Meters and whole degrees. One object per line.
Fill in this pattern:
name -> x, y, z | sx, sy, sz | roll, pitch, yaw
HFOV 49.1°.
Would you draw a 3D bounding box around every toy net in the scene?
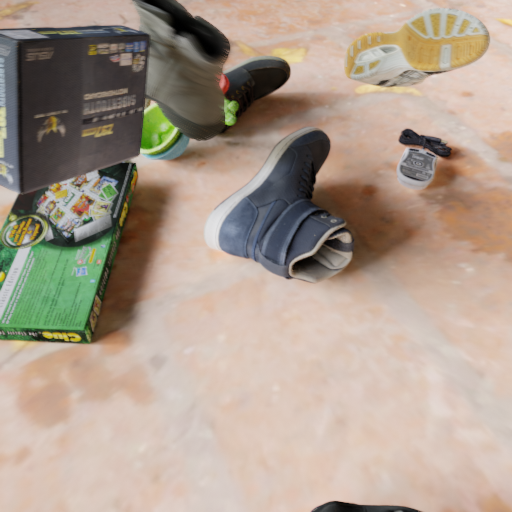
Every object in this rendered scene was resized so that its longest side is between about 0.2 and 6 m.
toy net -> -1.915, -3.718, 11.798 | 2.170, 0.799, 4.136 | -36, 54, 13

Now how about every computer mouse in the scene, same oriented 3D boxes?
computer mouse -> 3.133, -1.794, 10.917 | 1.088, 0.435, 1.985 | 21, 45, 13

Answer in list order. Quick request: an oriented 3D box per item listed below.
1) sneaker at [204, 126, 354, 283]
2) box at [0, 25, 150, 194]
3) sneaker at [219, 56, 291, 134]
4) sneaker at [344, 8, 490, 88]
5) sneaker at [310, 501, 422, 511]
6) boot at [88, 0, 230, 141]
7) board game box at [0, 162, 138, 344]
sneaker -> 0.937, -0.871, 9.363 | 2.244, 1.181, 3.106 | 23, 60, 34
box -> -2.341, -1.966, 7.242 | 0.585, 1.807, 2.291 | 25, 31, 20
sneaker -> -0.307, -3.406, 12.154 | 2.546, 0.952, 1.352 | -19, 54, -4
sneaker -> 2.730, -3.349, 9.267 | 1.111, 0.959, 2.535 | 5, 4, -43
sneaker -> 1.751, 3.147, 5.793 | 2.594, 1.136, 0.982 | 5, 47, 5
boot -> -1.660, -3.314, 8.649 | 3.160, 2.064, 1.070 | 33, 65, 12
board game box -> -3.314, -0.253, 9.399 | 1.985, 0.445, 3.790 | 4, 49, 1
